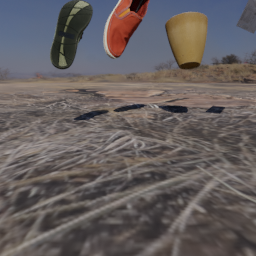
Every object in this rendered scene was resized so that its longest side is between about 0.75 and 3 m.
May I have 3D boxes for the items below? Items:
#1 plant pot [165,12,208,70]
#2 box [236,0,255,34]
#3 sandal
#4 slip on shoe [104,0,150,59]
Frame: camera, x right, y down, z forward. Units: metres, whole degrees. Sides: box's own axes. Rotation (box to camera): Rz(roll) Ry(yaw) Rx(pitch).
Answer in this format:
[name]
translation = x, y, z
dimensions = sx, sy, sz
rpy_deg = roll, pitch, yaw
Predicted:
[plant pot]
translation = 1.990, -2.783, 9.339
dimensions = 1.411, 1.514, 1.411
rpy_deg = -2, -8, 0
[box]
translation = 3.785, -3.683, 7.785
dimensions = 0.552, 1.836, 1.071
rpy_deg = 30, -20, 12
[sandal]
translation = -1.605, -2.565, 7.654
dimensions = 0.819, 2.064, 0.589
rpy_deg = 21, -7, -8
[slip on shoe]
translation = 0.006, -3.428, 8.813
dimensions = 0.971, 2.622, 0.802
rpy_deg = 20, 8, -43
